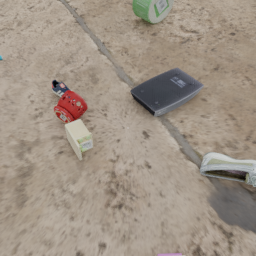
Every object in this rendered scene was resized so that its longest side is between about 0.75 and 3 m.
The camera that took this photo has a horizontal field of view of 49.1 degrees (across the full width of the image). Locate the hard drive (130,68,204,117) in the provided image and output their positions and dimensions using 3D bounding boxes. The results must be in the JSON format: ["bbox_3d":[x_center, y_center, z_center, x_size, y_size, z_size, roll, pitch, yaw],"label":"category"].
[{"bbox_3d":[1.533,-1.416,10.962,2.526,0.535,1.704,-29,53,-25],"label":"hard drive"}]

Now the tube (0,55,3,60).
[{"bbox_3d":[-6.178,-3.159,12.877,0.786,0.198,0.304,-16,35,-8],"label":"tube"}]

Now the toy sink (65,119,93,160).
[{"bbox_3d":[-1.534,0.374,9.149,0.621,0.723,1.109,-22,50,-21],"label":"toy sink"}]

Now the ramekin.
[{"bbox_3d":[1.422,-6.726,14.882,2.255,2.255,1.102,-32,62,-27],"label":"ramekin"}]

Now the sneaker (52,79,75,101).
[{"bbox_3d":[-2.501,-1.488,11.005,1.372,0.580,0.514,25,52,21],"label":"sneaker"}]

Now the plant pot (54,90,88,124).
[{"bbox_3d":[-2.076,-0.696,9.923,0.991,0.991,0.902,26,61,23],"label":"plant pot"}]

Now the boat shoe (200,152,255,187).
[{"bbox_3d":[3.255,1.331,8.238,2.191,0.808,0.703,15,55,19],"label":"boat shoe"}]

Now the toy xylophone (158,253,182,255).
[{"bbox_3d":[0.826,3.712,6.123,1.514,0.520,2.068,3,47,8],"label":"toy xylophone"}]
